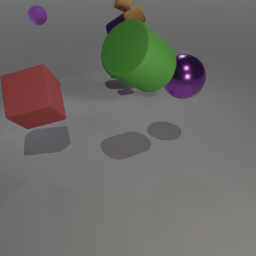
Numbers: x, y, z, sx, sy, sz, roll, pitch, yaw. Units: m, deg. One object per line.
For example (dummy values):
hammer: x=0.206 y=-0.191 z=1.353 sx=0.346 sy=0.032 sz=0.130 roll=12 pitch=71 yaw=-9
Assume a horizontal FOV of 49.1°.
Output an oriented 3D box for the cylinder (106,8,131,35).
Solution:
cylinder: x=-0.085 y=-4.614 z=13.176 sx=1.400 sy=1.400 sz=1.400 roll=-23 pitch=19 yaw=27

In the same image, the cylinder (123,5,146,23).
cylinder: x=0.266 y=-4.483 z=11.371 sx=0.700 sy=0.700 sz=0.700 roll=-29 pitch=32 yaw=0

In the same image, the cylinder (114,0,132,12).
cylinder: x=-0.238 y=-5.953 z=13.354 sx=0.700 sy=0.700 sz=0.700 roll=17 pitch=25 yaw=-17

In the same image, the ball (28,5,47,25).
ball: x=-3.393 y=-4.225 z=10.512 sx=0.700 sy=0.700 sz=0.700 roll=0 pitch=29 yaw=0

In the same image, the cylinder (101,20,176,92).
cylinder: x=0.289 y=-1.733 z=6.984 sx=1.400 sy=1.400 sz=1.400 roll=23 pitch=5 yaw=35

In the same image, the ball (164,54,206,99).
ball: x=1.754 y=-1.621 z=8.874 sx=1.400 sy=1.400 sz=1.400 roll=0 pitch=29 yaw=0

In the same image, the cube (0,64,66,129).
cube: x=-2.915 y=-0.921 z=8.779 sx=1.400 sy=1.400 sz=1.400 roll=-15 pitch=-15 yaw=2
